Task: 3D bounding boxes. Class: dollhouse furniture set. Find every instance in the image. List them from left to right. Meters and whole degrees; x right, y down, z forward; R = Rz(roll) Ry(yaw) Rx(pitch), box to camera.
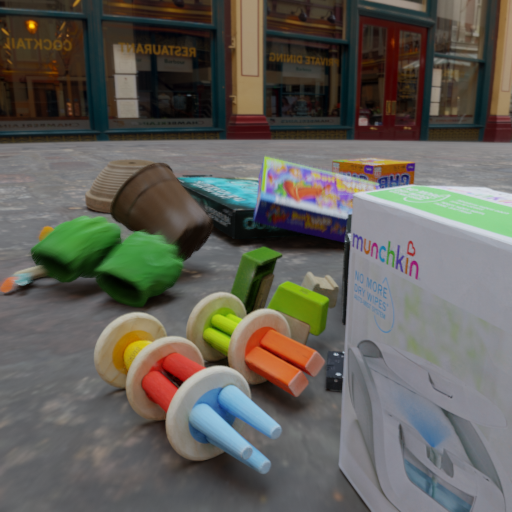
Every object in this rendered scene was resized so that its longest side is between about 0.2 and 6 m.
[{"bbox_3d":[0.937,0.895,6.493,2.731,1.054,1.365,23,20,21],"label":"dollhouse furniture set"}]

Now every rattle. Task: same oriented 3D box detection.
[{"bbox_3d":[-3.615,0.030,8.998,0.790,0.866,1.213,3,12,35],"label":"rattle"}]

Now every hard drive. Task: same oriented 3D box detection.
[{"bbox_3d":[1.200,1.232,5.888,0.928,0.176,0.648,2,15,8],"label":"hard drive"}]

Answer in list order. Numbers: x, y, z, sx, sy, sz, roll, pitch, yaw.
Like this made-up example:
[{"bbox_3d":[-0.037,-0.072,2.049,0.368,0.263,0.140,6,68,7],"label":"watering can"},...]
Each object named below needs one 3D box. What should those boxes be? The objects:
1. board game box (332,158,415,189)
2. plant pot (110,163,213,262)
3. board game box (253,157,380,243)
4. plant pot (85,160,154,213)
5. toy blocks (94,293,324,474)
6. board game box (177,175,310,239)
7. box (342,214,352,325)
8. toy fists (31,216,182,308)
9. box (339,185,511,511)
[{"bbox_3d":[2.938,-1.670,14.240,1.474,1.474,1.475,-10,18,-33],"label":"board game box"},{"bbox_3d":[-1.537,-0.660,9.563,1.333,1.347,1.347,44,33,18],"label":"plant pot"},{"bbox_3d":[1.316,-1.125,11.645,2.603,0.583,1.750,12,37,-6],"label":"board game box"},{"bbox_3d":[-3.552,-2.071,16.055,2.654,1.225,2.654,1,17,0],"label":"plant pot"},{"bbox_3d":[-0.196,1.095,5.176,1.871,0.815,2.245,-12,19,-35],"label":"toy blocks"},{"bbox_3d":[-0.032,-1.358,14.043,3.225,0.671,4.768,-4,17,-26],"label":"board game box"},{"bbox_3d":[1.961,0.149,8.013,1.415,1.184,1.906,3,16,9],"label":"box"},{"bbox_3d":[-2.224,0.037,8.578,2.270,0.780,1.157,16,42,20],"label":"toy fists"},{"bbox_3d":[1.598,0.871,3.208,1.233,2.251,2.551,-4,16,-16],"label":"box"}]
